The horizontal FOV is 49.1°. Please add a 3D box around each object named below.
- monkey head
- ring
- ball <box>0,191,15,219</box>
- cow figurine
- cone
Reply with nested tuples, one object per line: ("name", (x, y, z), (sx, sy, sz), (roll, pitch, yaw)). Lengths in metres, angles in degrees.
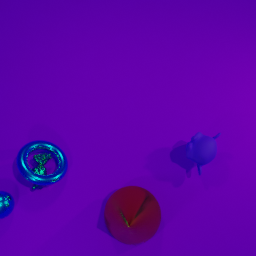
("monkey head", (2.105, 0.639, 8.123), (0.828, 0.989, 1.375), (28, 82, 4))
("ring", (-2.404, 0.961, 7.931), (1.440, 0.288, 1.440), (20, 44, -20))
("ball", (-3.455, 2.073, 7.539), (0.751, 0.751, 0.751), (0, 66, 0))
("cow figurine", (-2.465, 1.206, 7.958), (0.913, 0.509, 0.928), (-39, 69, 17))
("cone", (0.073, 2.248, 6.846), (1.555, 1.561, 1.555), (-1, 82, 4))
